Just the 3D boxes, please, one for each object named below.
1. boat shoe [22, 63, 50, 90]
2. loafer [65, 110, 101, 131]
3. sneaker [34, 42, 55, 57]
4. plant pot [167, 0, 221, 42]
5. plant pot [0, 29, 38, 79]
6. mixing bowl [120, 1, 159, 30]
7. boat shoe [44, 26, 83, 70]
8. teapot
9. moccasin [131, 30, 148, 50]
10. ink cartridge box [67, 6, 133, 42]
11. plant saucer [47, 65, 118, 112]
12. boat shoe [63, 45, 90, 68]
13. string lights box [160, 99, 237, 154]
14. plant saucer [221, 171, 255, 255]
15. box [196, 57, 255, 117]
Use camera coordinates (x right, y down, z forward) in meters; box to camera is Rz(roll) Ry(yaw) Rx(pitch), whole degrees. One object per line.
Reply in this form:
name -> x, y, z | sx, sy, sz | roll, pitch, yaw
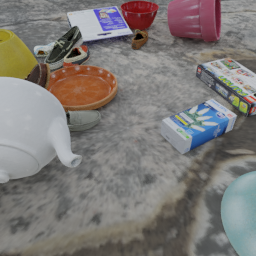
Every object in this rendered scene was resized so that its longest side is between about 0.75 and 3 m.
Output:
boat shoe -> -2.557, -1.066, 7.447 | 0.626, 1.781, 0.627 | 1, 58, -33
loafer -> -1.508, -0.210, 7.688 | 1.571, 0.548, 0.549 | -16, 62, -14
sneaker -> -3.172, -3.100, 11.203 | 1.119, 0.428, 0.452 | -16, 50, -7
plant pot -> 2.836, -4.777, 11.957 | 2.002, 2.237, 2.237 | 1, 39, 25
plant pot -> -4.068, -2.084, 8.973 | 2.480, 1.761, 2.480 | 0, 41, 0
mixing bowl -> 0.529, -5.236, 13.184 | 1.776, 0.962, 1.776 | 1, 42, 0
boat shoe -> -2.536, -3.133, 10.765 | 0.770, 0.693, 2.177 | 19, 58, 19
teapot -> -2.544, 0.284, 5.864 | 2.453, 2.485, 1.815 | 22, 50, -29
moccasin -> 0.504, -3.859, 11.927 | 0.511, 0.540, 1.398 | 20, 45, 21
ink cartridge box -> -1.312, -4.539, 12.615 | 2.448, 0.536, 2.471 | -13, 52, -13
plant saucer -> -1.578, -1.280, 9.098 | 2.490, 0.402, 2.490 | 0, 40, 0
boat shoe -> -1.942, -2.746, 10.622 | 0.676, 0.594, 1.898 | 8, 40, 12
string lights box -> 1.905, -0.081, 7.598 | 1.841, 0.543, 0.946 | -23, 46, -24
plant saucer -> 3.356, 1.770, 5.503 | 2.887, 0.556, 2.887 | 0, 40, 0
box -> 3.598, -1.458, 9.241 | 1.443, 0.455, 2.621 | -16, 44, -18
